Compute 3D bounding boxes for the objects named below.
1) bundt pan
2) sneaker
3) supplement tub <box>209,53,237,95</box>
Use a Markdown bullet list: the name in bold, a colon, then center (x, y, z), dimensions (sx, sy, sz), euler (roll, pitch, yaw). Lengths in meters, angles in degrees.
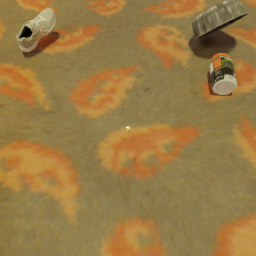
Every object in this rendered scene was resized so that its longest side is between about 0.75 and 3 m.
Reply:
- **bundt pan**: center (2.668, -3.301, 8.402), dimensions (1.693, 1.693, 0.635), euler (-27, 97, -17)
- **sneaker**: center (-2.760, -3.048, 8.460), dimensions (0.593, 0.720, 1.566), euler (32, 80, 2)
- **supplement tub**: center (2.650, -1.538, 7.869), dimensions (0.672, 0.672, 1.097), euler (4, 56, 3)
